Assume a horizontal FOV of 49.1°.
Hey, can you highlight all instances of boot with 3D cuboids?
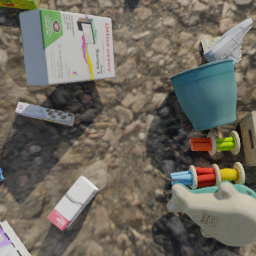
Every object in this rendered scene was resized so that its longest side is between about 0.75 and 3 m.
[{"bbox_3d":[3.975,-3.047,10.593,2.286,0.841,1.093,-40,103,-4],"label":"boot"}]

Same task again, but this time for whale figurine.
[{"bbox_3d":[2.798,2.460,8.943,2.949,2.346,1.530,15,32,14],"label":"whale figurine"}]

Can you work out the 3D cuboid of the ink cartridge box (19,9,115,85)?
[{"bbox_3d":[-1.810,-2.544,9.044,1.201,2.861,2.072,8,107,38],"label":"ink cartridge box"}]

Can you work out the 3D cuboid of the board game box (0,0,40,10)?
[{"bbox_3d":[-4.918,-5.638,11.251,2.694,0.641,1.369,7,77,2],"label":"board game box"}]

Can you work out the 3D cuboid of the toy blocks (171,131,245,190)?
[{"bbox_3d":[2.599,1.106,9.578,2.336,0.848,1.947,-4,77,-1],"label":"toy blocks"}]

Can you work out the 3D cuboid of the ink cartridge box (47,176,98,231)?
[{"bbox_3d":[-1.735,2.415,9.101,0.662,1.171,1.599,38,80,8],"label":"ink cartridge box"}]

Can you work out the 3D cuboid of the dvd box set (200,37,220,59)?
[{"bbox_3d":[3.445,-3.140,10.919,1.090,0.160,0.798,-11,77,-2],"label":"dvd box set"}]

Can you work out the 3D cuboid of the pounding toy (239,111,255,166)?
[{"bbox_3d":[5.558,0.657,9.457,2.804,1.283,2.463,-4,77,-1],"label":"pounding toy"}]

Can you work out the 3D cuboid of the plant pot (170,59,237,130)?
[{"bbox_3d":[2.733,-1.044,9.557,2.148,2.148,2.018,-16,92,-4],"label":"plant pot"}]

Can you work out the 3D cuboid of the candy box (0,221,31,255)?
[{"bbox_3d":[-4.134,4.192,8.961,1.511,0.644,1.801,-40,79,-8],"label":"candy box"}]

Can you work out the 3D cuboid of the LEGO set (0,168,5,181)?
[{"bbox_3d":[-4.880,1.204,9.544,0.805,0.867,2.112,-22,78,-6],"label":"LEGO set"}]

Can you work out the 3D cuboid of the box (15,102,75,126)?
[{"bbox_3d":[-2.983,-0.499,10.175,2.070,0.429,0.400,13,77,2],"label":"box"}]
